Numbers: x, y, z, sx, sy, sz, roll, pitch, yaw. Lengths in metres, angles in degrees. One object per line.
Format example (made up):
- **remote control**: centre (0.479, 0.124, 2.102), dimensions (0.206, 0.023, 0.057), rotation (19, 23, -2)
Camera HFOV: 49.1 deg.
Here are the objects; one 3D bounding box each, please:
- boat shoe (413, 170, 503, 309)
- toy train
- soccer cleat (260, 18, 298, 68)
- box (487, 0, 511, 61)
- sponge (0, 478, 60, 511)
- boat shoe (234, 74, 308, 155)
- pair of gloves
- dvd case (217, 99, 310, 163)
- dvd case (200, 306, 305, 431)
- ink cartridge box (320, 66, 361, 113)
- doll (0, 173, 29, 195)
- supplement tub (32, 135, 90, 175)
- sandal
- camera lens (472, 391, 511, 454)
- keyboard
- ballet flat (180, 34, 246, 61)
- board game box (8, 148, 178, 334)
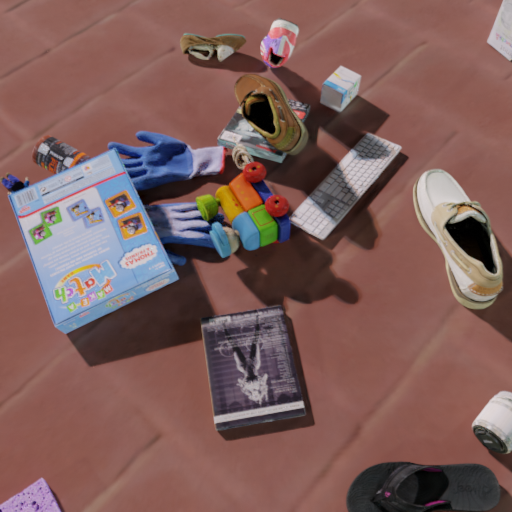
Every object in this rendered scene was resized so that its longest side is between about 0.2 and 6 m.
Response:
- **boat shoe**: centre (4.086, -0.596, 11.105), dimensions (1.192, 1.091, 3.189), rotation (-11, 58, -7)
- **toy train**: centre (-0.547, -1.247, 11.474), dimensions (1.573, 1.151, 2.719), rotation (-23, 61, -15)
- **soccer cleat**: centre (0.450, -4.851, 13.412), dimensions (0.772, 2.264, 0.828), rotation (17, 88, -8)
- **box**: centre (7.192, -6.248, 14.314), dimensions (1.975, 1.743, 0.955), rotation (-25, 60, -16)
- **sponge**: centre (-3.728, 4.139, 8.632), dimensions (1.312, 0.196, 0.732), rotation (-31, 63, -18)
- **boat shoe**: centre (0.144, -3.273, 12.157), dimensions (0.911, 0.964, 2.679), rotation (13, 31, -45)
- **pair of gloves**: centre (-1.993, -1.341, 11.973), dimensions (2.817, 0.399, 3.503), rotation (0, 58, 0)
- **dvd case**: centre (0.216, -3.063, 13.014), dimensions (1.565, 0.236, 2.143), rotation (17, 49, 10)
- **dvd case**: centre (-0.098, 1.952, 10.038), dimensions (1.558, 0.167, 2.095), rotation (-9, 58, -5)
- **ink cartridge box**: centre (2.042, -4.046, 13.585), dimensions (0.600, 0.603, 0.822), rotation (32, 64, 17)
- **doll**: centre (-5.203, -1.522, 12.228), dimensions (0.829, 0.201, 0.566), rotation (36, 65, 21)
- **supplement tub**: centre (-4.100, -2.027, 12.171), dimensions (1.345, 0.720, 0.720), rotation (27, 61, 3)
- **sandal**: centre (2.604, 3.606, 8.738), dimensions (2.443, 0.585, 0.918), rotation (-6, 58, -4)
- **camera lens**: centre (4.046, 2.752, 9.221), dimensions (0.682, 0.682, 0.853), rotation (39, 66, 22)
- **keyboard**: centre (1.991, -1.601, 12.298), dimensions (0.909, 0.172, 3.229), rotation (33, 63, 19)
- **ballet flat**: centre (-1.133, -5.387, 14.526), dimensions (1.733, 0.588, 0.627), rotation (4, 78, 3)
- **board game box**: centre (-3.237, -0.382, 10.990), dimensions (2.367, 0.573, 3.129), rotation (-26, 65, -7)
